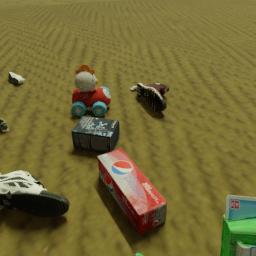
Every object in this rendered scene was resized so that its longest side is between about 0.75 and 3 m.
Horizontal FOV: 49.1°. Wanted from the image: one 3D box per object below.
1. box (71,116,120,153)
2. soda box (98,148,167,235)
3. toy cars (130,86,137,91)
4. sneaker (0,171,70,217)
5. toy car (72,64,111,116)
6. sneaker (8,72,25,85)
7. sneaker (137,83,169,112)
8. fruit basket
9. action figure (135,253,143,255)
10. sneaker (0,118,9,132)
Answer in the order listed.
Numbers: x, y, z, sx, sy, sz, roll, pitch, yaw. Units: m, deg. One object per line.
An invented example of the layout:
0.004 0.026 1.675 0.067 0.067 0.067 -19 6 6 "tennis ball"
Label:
-1.053 0.209 9.359 1.345 0.720 0.998 8 35 11 "box"
0.026 1.548 7.358 0.826 0.748 2.358 -17 37 -24 "soda box"
0.545 -1.830 12.829 0.933 0.206 0.418 4 34 6 "toy cars"
-2.567 1.557 7.199 2.445 0.906 1.082 7 37 10 "sneaker"
-1.496 -1.635 11.123 1.590 1.797 1.657 1 35 2 "toy car"
-5.442 -2.409 13.606 1.118 0.416 0.487 35 35 31 "sneaker"
1.335 -1.440 11.744 1.252 0.820 2.167 -12 35 -22 "sneaker"
2.880 2.377 4.977 2.342 2.169 1.098 5 6 14 "fruit basket"
0.030 3.371 4.670 1.555 0.720 2.633 6 39 9 "action figure"
-4.674 -0.212 10.251 0.925 0.415 0.310 28 43 35 "sneaker"
